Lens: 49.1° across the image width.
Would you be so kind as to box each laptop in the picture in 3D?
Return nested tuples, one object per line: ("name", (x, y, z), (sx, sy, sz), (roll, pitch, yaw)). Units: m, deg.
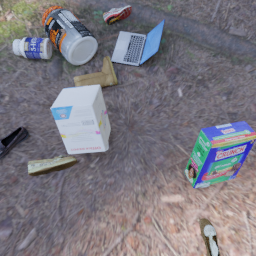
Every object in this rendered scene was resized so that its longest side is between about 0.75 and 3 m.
("laptop", (0.392, -3.603, 11.575), (1.930, 1.119, 1.808), (11, 62, 6))

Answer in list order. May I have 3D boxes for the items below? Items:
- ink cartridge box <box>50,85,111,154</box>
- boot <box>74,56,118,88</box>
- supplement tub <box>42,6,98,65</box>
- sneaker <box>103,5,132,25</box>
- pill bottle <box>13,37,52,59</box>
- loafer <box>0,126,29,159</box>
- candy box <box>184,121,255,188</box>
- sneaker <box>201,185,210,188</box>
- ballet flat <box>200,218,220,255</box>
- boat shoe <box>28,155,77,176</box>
("ink cartridge box", (-1.333, -0.153, 8.646), (1.247, 1.939, 1.214), (-4, 36, 10))
("boot", (-1.359, -2.120, 11.126), (1.637, 0.541, 1.434), (-15, 63, -7))
("supplement tub", (-2.448, -3.849, 11.511), (1.464, 1.464, 2.390), (-33, 66, -16))
("sneaker", (-0.473, -5.281, 12.775), (1.439, 0.560, 0.591), (-27, 64, -14))
("pill bottle", (-3.937, -3.301, 11.573), (1.405, 0.841, 0.841), (3, 62, 2))
("loafer", (-4.251, 0.504, 9.741), (1.650, 0.520, 0.593), (-40, 69, -19))
("candy box", (2.447, 0.733, 7.522), (1.447, 1.711, 0.659), (-9, 42, -20))
("sneaker", (2.505, 1.573, 9.348), (0.362, 0.308, 0.818), (-2, 68, -14))
("ballet flat", (2.457, 3.335, 8.261), (0.470, 0.502, 1.387), (-3, 62, -1))
("boat shoe", (-2.537, 1.161, 9.353), (1.635, 0.599, 0.513), (-13, 66, -6))
